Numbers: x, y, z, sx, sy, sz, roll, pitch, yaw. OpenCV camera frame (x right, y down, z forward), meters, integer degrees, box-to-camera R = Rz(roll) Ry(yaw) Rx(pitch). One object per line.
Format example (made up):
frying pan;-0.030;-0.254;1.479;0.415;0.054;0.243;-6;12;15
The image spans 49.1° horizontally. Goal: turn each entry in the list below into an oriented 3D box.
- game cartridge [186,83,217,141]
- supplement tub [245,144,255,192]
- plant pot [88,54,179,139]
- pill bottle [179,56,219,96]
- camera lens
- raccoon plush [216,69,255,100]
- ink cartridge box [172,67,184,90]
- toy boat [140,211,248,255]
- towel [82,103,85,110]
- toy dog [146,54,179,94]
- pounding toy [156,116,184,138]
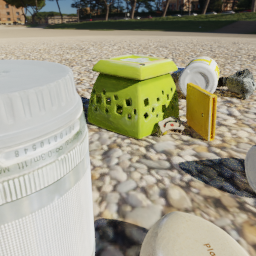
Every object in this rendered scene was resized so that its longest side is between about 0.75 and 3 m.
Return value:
game cartridge;2.275;-0.562;8.865;0.266;1.445;1.639;-8;24;-10
supplement tub;3.587;0.818;5.965;1.836;1.125;1.125;-4;23;-9
plant pot;0.226;-1.258;9.554;2.451;2.225;2.439;19;28;36
pill bottle;3.416;-2.451;13.140;1.645;1.645;2.955;8;24;18
camera lens;-1.661;0.794;3.576;2.380;2.975;2.380;0;23;0
raccoon plush;4.925;-1.825;13.126;2.293;1.109;1.537;-18;21;41
ink cartridge box;1.668;-2.629;14.425;2.377;0.992;1.726;14;26;30
toy boat;0.427;2.001;3.402;2.485;1.155;2.089;2;26;-17
towel;-3.219;-0.834;11.031;2.759;0.314;1.981;-13;27;-28
toy dog;1.272;-2.167;12.933;2.272;1.094;1.498;42;73;8
pounding toy;1.389;0.056;8.929;1.062;0.609;0.607;-23;59;-26
